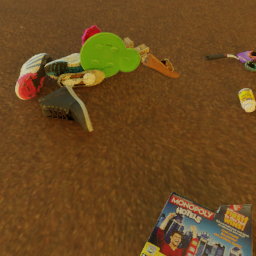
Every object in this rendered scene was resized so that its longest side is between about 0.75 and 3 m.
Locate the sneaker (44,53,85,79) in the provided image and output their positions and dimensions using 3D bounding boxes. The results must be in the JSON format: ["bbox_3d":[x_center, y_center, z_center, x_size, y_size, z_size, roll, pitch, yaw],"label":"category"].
[{"bbox_3d":[-2.701,-2.951,12.977,2.454,0.920,1.063,-16,45,-24],"label":"sneaker"}]

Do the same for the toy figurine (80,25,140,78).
[{"bbox_3d":[-1.089,-3.870,13.258,2.797,2.100,2.575,2,37,-24],"label":"toy figurine"}]

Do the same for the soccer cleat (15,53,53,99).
[{"bbox_3d":[-4.306,-2.258,12.369,1.230,0.995,2.849,1,46,21],"label":"soccer cleat"}]

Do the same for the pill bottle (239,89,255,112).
[{"bbox_3d":[4.937,-1.133,11.569,0.532,0.532,0.974,2,50,1],"label":"pill bottle"}]

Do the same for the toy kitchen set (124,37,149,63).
[{"bbox_3d":[0.552,-3.833,13.501,1.155,1.042,0.942,-28,57,-17],"label":"toy kitchen set"}]

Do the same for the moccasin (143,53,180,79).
[{"bbox_3d":[1.282,-2.247,10.174,1.592,0.615,0.582,21,14,-26],"label":"moccasin"}]

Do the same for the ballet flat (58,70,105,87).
[{"bbox_3d":[-2.055,-2.099,12.231,2.070,0.732,0.732,-5,50,1],"label":"ballet flat"}]

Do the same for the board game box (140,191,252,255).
[{"bbox_3d":[2.220,3.128,7.761,2.867,0.884,2.865,24,53,19],"label":"board game box"}]

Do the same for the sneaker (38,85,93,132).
[{"bbox_3d":[-2.432,-0.528,10.868,1.474,1.038,2.775,-27,45,-15],"label":"sneaker"}]

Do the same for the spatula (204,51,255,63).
[{"bbox_3d":[4.976,-3.465,13.649,2.622,0.269,0.741,-3,51,-8],"label":"spatula"}]

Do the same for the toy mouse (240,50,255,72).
[{"bbox_3d":[5.960,-3.161,13.297,1.473,0.321,1.658,9,65,3],"label":"toy mouse"}]
